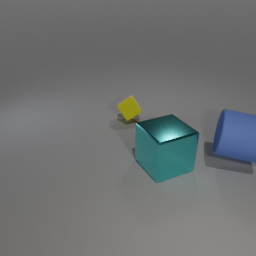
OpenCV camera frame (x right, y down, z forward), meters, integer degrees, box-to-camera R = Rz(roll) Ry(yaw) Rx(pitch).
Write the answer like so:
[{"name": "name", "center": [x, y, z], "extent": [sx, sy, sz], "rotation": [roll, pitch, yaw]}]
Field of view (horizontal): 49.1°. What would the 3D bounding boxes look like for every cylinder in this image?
[{"name": "cylinder", "center": [3.412, 0.242, 8.387], "extent": [1.400, 1.400, 1.400], "rotation": [13, 31, 10]}]

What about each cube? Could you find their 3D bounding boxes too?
[{"name": "cube", "center": [0.062, -0.822, 11.418], "extent": [0.700, 0.700, 0.700], "rotation": [-32, 13, 8]}, {"name": "cube", "center": [1.148, 0.577, 8.690], "extent": [1.400, 1.400, 1.400], "rotation": [-14, 32, -23]}]
